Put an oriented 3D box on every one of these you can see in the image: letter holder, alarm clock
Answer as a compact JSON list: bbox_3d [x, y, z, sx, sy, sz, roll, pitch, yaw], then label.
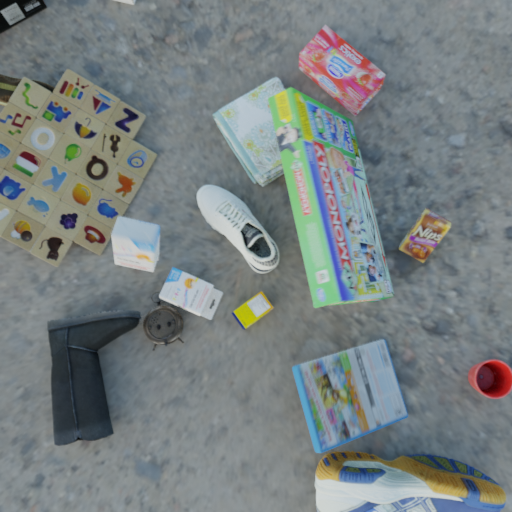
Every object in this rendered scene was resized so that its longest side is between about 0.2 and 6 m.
[{"bbox_3d":[-5.671,-5.518,11.723,1.886,0.948,1.340,-32,80,-5],"label":"letter holder"},{"bbox_3d":[-1.835,1.232,10.893,0.752,0.371,1.115,-15,77,-2],"label":"alarm clock"}]

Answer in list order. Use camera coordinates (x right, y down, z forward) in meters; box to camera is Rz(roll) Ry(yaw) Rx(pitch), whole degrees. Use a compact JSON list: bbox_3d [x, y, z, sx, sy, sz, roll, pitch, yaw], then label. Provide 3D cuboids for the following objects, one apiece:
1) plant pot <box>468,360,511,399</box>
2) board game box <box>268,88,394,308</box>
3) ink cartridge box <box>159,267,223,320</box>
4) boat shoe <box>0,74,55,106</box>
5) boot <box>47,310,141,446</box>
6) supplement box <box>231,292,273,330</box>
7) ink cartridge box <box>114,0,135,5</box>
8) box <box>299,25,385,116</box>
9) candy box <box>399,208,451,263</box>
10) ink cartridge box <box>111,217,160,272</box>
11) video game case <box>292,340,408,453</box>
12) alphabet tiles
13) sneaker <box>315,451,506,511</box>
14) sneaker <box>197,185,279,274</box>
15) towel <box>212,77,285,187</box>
[{"bbox_3d":[4.360,2.303,10.554,0.726,0.643,0.726,0,81,0],"label":"plant pot"},{"bbox_3d":[1.439,-0.963,10.250,0.541,2.499,3.714,-17,79,31],"label":"board game box"},{"bbox_3d":[-1.247,0.743,10.883,1.106,0.375,0.637,24,77,-3],"label":"ink cartridge box"},{"bbox_3d":[-4.741,-3.249,11.446,2.030,0.773,0.728,17,86,-21],"label":"boat shoe"},{"bbox_3d":[-2.953,2.252,10.479,1.881,0.749,2.282,-11,76,10],"label":"boot"},{"bbox_3d":[-0.070,1.069,10.884,0.733,0.401,0.399,-35,83,-5],"label":"supplement box"},{"bbox_3d":[-2.818,-5.881,12.088,0.555,0.313,0.756,14,81,2],"label":"ink cartridge box"},{"bbox_3d":[1.732,-3.772,11.468,1.642,0.784,0.819,43,89,6],"label":"box"},{"bbox_3d":[3.266,-0.390,10.867,0.557,0.269,0.954,29,123,3],"label":"candy box"},{"bbox_3d":[-2.227,-0.127,10.448,0.771,1.339,0.454,12,60,-3],"label":"ink cartridge box"},{"bbox_3d":[1.756,2.507,10.255,2.126,0.189,1.521,-10,80,-31],"label":"video game case"},{"bbox_3d":[-3.847,-1.763,11.133,2.979,0.113,3.580,29,81,-11],"label":"alphabet tiles"},{"bbox_3d":[2.698,4.447,10.068,3.315,1.248,1.461,4,95,5],"label":"sneaker"},{"bbox_3d":[-0.332,-0.629,10.934,0.837,0.882,2.192,-44,82,-5],"label":"sneaker"},{"bbox_3d":[0.233,-2.531,11.481,1.600,0.450,1.869,-31,82,-8],"label":"towel"}]
